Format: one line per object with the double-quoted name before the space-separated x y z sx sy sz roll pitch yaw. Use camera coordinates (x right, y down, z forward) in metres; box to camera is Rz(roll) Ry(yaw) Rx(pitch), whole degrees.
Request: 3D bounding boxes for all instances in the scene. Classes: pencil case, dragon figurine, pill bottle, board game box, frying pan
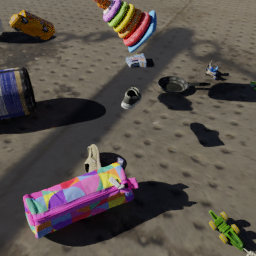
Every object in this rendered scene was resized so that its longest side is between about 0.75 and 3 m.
"pencil case" -1.108 1.648 6.675 2.580 1.140 1.140 -19 44 -17
"dragon figurine" 3.740 -2.525 12.284 0.605 0.358 1.216 17 43 19
"pill bottle" -4.772 -1.036 9.486 2.960 1.655 1.655 -12 41 -14
"board game box" 0.456 -3.108 13.037 0.919 0.283 0.918 -13 41 -15
"frying pan" 2.193 -1.823 11.479 2.020 0.329 1.222 -11 42 -16

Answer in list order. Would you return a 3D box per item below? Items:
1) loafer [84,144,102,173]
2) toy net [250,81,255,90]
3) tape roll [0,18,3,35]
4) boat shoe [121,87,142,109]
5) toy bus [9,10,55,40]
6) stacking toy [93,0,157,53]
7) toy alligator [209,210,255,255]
"loafer" -1.017 0.997 7.945 0.469 0.519 1.373 -4 40 -15
"toy net" 5.488 -1.809 11.579 0.854 0.165 0.448 -13 42 -16
"tape roll" -7.610 -5.790 14.881 2.031 2.031 0.710 25 50 27
"boat shoe" 0.168 -0.956 8.272 0.470 0.423 1.329 18 26 5
"toy bus" -2.968 -3.211 8.747 1.422 0.463 0.557 5 62 -56
"stacking toy" -0.300 -3.703 9.160 2.346 1.288 1.362 29 50 -28
"toy alligator" 2.343 2.455 6.381 0.453 0.328 1.366 -37 56 -1
